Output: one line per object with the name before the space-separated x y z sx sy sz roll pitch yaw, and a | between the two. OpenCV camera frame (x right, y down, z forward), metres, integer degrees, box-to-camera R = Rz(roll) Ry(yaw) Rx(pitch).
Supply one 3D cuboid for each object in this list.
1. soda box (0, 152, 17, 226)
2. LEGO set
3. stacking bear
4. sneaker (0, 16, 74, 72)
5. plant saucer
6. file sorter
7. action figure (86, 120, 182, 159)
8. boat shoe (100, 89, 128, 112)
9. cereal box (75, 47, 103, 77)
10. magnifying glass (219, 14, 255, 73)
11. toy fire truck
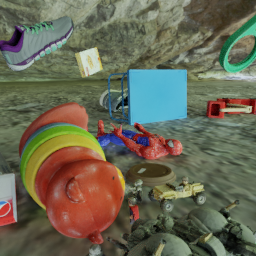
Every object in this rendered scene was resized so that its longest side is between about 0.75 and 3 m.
soda box | -2.047 0.660 3.790 0.688 0.623 1.966 -6 12 -31
LEGO set | 0.428 0.862 2.513 1.716 0.749 2.642 -3 12 -14
stacking bear | -0.688 0.533 3.401 1.143 1.221 2.010 -19 21 -18
sneaker | -2.962 -3.062 9.206 1.014 1.193 2.725 36 72 28
plant saucer | 0.374 0.749 4.640 0.838 0.123 0.838 0 12 0
file sorter | 0.685 -1.162 10.090 2.511 1.742 1.540 -8 10 -34
action figure | 0.040 0.210 6.137 2.612 0.675 0.854 14 15 41
boat shoe | 0.051 -1.249 12.696 0.913 1.076 2.954 34 29 31
cereal box | -1.619 -2.781 11.790 0.274 0.996 1.384 -5 22 27
magnifying glass | 2.744 -2.174 5.729 0.944 2.372 0.266 7 37 -32
toy fire truck | 4.262 -0.817 11.029 2.502 0.610 1.764 1 12 3
